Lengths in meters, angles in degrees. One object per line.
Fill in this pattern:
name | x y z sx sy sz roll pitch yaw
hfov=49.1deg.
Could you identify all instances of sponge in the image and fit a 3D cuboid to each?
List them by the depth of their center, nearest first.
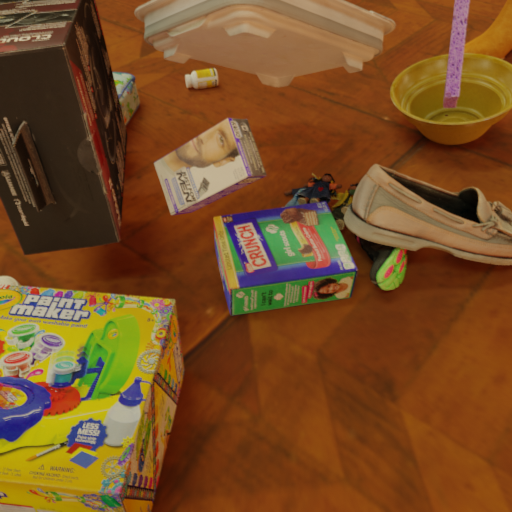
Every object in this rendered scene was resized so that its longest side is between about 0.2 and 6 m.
sponge | 2.162 -2.185 6.047 0.161 1.079 0.602 6 3 17

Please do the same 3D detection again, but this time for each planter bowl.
planter bowl | 4.178 -3.114 11.812 2.605 1.085 2.605 -8 46 8

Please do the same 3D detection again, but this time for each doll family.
doll family | 1.342 -1.066 10.097 1.947 0.764 1.125 19 52 22

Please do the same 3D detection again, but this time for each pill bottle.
pill bottle | -1.330 -4.304 13.650 0.760 0.426 0.426 -12 45 -11

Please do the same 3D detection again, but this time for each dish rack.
dish rack | 0.130 -3.189 8.335 3.255 0.709 2.793 -1 6 -42

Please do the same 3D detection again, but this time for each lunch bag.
lunch bag | -3.611 -3.336 12.375 1.650 0.846 2.052 4 43 9

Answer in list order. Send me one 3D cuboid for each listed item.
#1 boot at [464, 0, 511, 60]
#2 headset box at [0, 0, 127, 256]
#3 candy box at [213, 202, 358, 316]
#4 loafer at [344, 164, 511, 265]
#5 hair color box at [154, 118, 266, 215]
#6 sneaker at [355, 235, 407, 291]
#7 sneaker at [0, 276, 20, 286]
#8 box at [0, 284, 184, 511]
boot | 6.572 -6.309 14.475 3.009 2.154 1.059 -21 47 -20
headset box | -2.742 -1.963 7.718 1.393 2.685 3.608 -8 39 -3
candy box | 0.391 0.004 8.953 1.966 0.757 1.662 -9 46 -8
loafer | 3.104 -0.633 8.760 3.441 1.082 1.237 7 29 -18
hair color box | -0.633 -1.139 7.341 1.440 0.787 0.467 -21 -4 36
sneaker | 2.048 -0.148 9.238 0.852 0.781 2.034 0 36 18
sneaker | -3.943 0.858 7.710 0.818 1.287 2.257 2 43 4
box | -2.362 1.784 6.555 2.540 1.549 2.447 4 43 4
